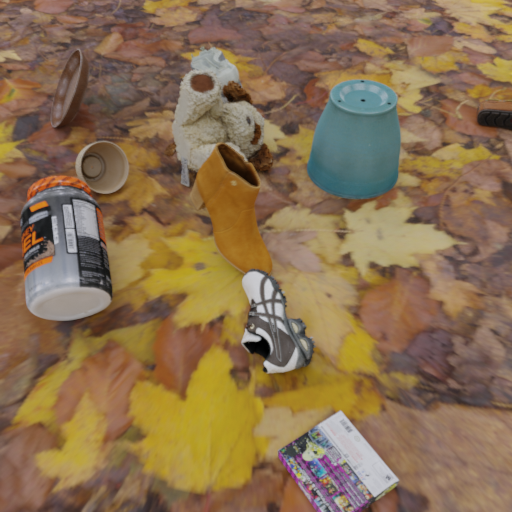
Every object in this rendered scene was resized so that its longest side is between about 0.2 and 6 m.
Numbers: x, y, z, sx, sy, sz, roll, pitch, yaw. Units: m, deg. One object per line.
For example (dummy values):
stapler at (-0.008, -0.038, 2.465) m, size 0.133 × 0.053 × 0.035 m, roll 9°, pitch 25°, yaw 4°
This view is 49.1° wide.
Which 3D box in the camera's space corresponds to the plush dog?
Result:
plush dog at (-0.699, -2.618, 12.052) m, size 2.089 × 1.951 × 2.432 m, roll -18°, pitch 89°, yaw -35°

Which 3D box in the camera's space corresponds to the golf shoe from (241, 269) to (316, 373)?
golf shoe at (0.097, 1.001, 8.947) m, size 0.948 × 0.780 × 2.006 m, roll -19°, pitch 47°, yaw -18°

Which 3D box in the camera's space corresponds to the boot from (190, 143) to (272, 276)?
boot at (-0.244, -0.719, 9.559) m, size 0.780 × 1.587 × 2.217 m, roll -36°, pitch 85°, yaw -34°

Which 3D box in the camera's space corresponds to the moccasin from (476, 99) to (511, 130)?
moccasin at (6.379, -3.356, 13.366) m, size 2.084 × 0.762 × 0.804 m, roll 11°, pitch 54°, yaw 24°

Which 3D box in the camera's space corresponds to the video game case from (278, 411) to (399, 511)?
video game case at (1.079, 2.837, 7.496) m, size 1.110 × 0.219 × 1.225 m, roll -25°, pitch 50°, yaw -23°

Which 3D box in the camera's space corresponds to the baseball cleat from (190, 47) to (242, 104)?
baseball cleat at (-0.943, -4.332, 13.968) m, size 0.915 × 1.396 × 2.623 m, roll -25°, pitch 34°, yaw 0°

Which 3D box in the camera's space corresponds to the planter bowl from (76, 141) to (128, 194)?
planter bowl at (-3.302, -1.852, 11.665) m, size 1.059 × 1.059 × 0.713 m, roll -36°, pitch 30°, yaw -30°

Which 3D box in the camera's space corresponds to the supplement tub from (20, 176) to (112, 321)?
supplement tub at (-3.178, -0.147, 9.325) m, size 1.339 × 1.339 × 2.186 m, roll -11°, pitch 64°, yaw -10°

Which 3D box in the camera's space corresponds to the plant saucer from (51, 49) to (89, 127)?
plant saucer at (-4.408, -3.943, 13.360) m, size 0.331 × 1.919 × 1.919 m, roll 14°, pitch 36°, yaw -34°

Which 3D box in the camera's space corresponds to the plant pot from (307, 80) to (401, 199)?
plant pot at (2.109, -2.537, 11.686) m, size 1.997 × 1.876 × 1.997 m, roll 0°, pitch 45°, yaw 0°
